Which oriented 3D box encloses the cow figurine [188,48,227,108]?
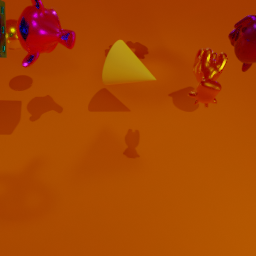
[{"bbox_3d":[1.294,-0.841,4.679,0.513,0.919,0.934,15,15,-5],"label":"cow figurine"}]

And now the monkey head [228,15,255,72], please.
[{"bbox_3d":[3.112,-2.149,6.684,1.231,1.711,1.031,-28,73,-14],"label":"monkey head"}]

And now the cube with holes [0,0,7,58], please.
[{"bbox_3d":[-2.949,-1.859,5.075,1.073,1.073,1.073,3,14,-4],"label":"cube with holes"}]

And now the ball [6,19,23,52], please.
[{"bbox_3d":[-3.233,-2.616,7.913,0.880,0.880,0.880,0,47,0],"label":"ball"}]

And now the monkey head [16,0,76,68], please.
[{"bbox_3d":[-1.751,-1.998,5.895,1.134,1.576,0.950,28,27,26],"label":"monkey head"}]

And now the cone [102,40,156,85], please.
[{"bbox_3d":[0.171,-1.533,7.557,1.286,1.281,1.281,24,51,12],"label":"cone"}]
